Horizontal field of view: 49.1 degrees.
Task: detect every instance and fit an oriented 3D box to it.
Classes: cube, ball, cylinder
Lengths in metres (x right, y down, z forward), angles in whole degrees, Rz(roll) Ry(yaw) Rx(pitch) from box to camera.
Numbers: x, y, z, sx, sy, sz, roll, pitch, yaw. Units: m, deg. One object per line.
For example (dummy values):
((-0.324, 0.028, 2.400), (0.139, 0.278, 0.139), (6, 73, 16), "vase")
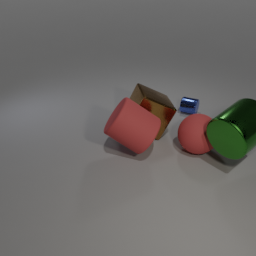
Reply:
((0.773, -0.638, 10.742), (1.400, 1.400, 1.400), (20, 24, -20), "cube")
((2.431, 0.200, 9.715), (1.400, 1.400, 1.400), (0, 30, 0), "ball")
((0.134, -0.075, 9.298), (1.400, 1.400, 1.400), (32, 28, -13), "cylinder")
((2.749, -0.999, 12.504), (0.700, 0.700, 0.700), (14, 33, 24), "cylinder")
((3.360, 0.013, 8.478), (1.400, 1.400, 1.400), (-32, 41, -25), "cylinder")
